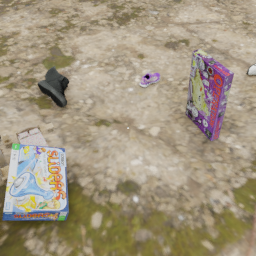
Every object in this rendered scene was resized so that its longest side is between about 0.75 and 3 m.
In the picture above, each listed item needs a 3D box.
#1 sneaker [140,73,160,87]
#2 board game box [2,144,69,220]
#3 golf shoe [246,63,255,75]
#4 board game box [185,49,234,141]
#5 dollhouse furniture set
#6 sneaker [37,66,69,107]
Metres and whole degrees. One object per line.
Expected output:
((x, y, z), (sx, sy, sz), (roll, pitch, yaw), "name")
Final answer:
((1.035, -2.303, 12.781), (1.178, 0.521, 0.474), (-31, 51, -29), "sneaker")
((-2.689, 1.544, 8.351), (1.680, 0.428, 2.481), (7, 39, -22), "board game box")
((6.280, -2.704, 13.176), (1.424, 0.554, 0.673), (-15, 46, -14), "golf shoe")
((2.743, -1.088, 9.823), (0.466, 2.888, 1.734), (-24, 48, -18), "board game box")
((-3.395, 0.520, 9.458), (2.256, 1.101, 1.924), (-23, 49, -21), "dollhouse furniture set")
((-3.017, -1.833, 12.139), (1.257, 0.724, 2.411), (-36, 51, -26), "sneaker")
